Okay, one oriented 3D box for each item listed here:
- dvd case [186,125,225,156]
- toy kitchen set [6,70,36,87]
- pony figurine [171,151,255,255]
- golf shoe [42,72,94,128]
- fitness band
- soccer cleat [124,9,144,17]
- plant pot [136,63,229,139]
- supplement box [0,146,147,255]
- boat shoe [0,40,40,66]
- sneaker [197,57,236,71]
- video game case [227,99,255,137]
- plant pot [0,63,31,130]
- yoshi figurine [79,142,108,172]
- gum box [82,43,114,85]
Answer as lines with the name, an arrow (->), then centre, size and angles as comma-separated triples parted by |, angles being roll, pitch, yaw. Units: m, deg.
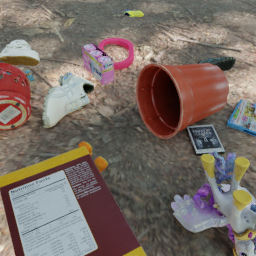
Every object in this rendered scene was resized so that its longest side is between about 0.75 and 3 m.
dvd case -> 2.713, 0.409, 9.913 | 1.006, 0.165, 1.338 | -4, 45, -5
toy kitchen set -> -4.743, -2.176, 12.208 | 1.137, 0.670, 0.911 | -21, 48, -20
pony figurine -> 2.451, 1.944, 6.948 | 2.299, 2.761, 2.665 | -18, 31, -7
golf shoe -> -2.246, -1.101, 10.831 | 1.457, 1.174, 2.997 | 13, 47, 5
fitness band -> -0.597, -3.750, 14.027 | 1.801, 0.469, 2.507 | 2, 45, -2
soccer cleat -> 0.226, -4.545, 11.216 | 0.796, 0.257, 0.333 | 15, 68, 10
plant pot -> 2.038, -1.183, 10.078 | 2.530, 2.601, 2.601 | -16, 46, -27
supplement box -> -1.115, 2.491, 5.868 | 1.879, 2.792, 2.830 | -20, 48, -19
boat shoe -> -3.110, -2.202, 8.000 | 1.983, 0.702, 0.687 | 14, 84, 42
sneaker -> 4.156, -3.066, 13.104 | 1.892, 0.714, 0.750 | -14, 44, -15
video game case -> 5.134, -0.193, 10.503 | 2.358, 0.210, 1.687 | 25, 50, 23
plant pot -> -4.538, -1.083, 10.174 | 1.974, 1.974, 1.798 | -14, 49, -14
yoshi figurine -> -1.711, 1.435, 7.757 | 1.357, 1.352, 2.414 | 11, 44, 46
gum box -> -1.389, -2.956, 12.701 | 0.636, 1.092, 1.923 | -25, 50, -24
